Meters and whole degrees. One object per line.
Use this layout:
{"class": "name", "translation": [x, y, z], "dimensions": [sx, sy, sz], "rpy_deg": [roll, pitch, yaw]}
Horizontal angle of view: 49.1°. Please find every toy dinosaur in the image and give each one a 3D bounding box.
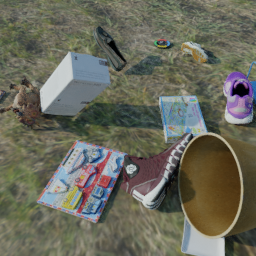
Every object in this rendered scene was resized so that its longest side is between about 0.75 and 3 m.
{"class": "toy dinosaur", "translation": [-3.570, -0.934, 10.703], "dimensions": [1.871, 1.185, 2.760], "rpy_deg": [28, 39, 16]}

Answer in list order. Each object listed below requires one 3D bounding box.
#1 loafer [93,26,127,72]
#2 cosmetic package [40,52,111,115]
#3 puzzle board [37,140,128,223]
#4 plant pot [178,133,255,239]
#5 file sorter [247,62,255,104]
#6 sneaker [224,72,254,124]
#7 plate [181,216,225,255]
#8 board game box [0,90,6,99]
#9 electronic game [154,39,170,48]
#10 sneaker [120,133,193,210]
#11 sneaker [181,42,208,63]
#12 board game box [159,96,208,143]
{"class": "loafer", "translation": [-0.736, -3.678, 12.658], "dimensions": [0.806, 0.705, 2.242], "rpy_deg": [-33, 93, -43]}
{"class": "cosmetic package", "translation": [-1.901, -1.386, 9.623], "dimensions": [1.392, 2.738, 1.014], "rpy_deg": [2, 71, -35]}
{"class": "puzzle board", "translation": [-1.351, 1.517, 8.840], "dimensions": [1.961, 0.226, 2.602], "rpy_deg": [14, 47, 14]}
{"class": "plant pot", "translation": [3.196, 1.488, 7.505], "dimensions": [2.775, 2.586, 2.586], "rpy_deg": [4, 43, -21]}
{"class": "file sorter", "translation": [6.189, -1.943, 11.486], "dimensions": [2.179, 1.337, 1.512], "rpy_deg": [-6, 45, -5]}
{"class": "sneaker", "translation": [4.390, -1.500, 11.009], "dimensions": [1.165, 1.280, 2.896], "rpy_deg": [0, 42, 18]}
{"class": "plate", "translation": [2.008, 2.934, 7.464], "dimensions": [1.082, 0.175, 1.085], "rpy_deg": [10, 46, 10]}
{"class": "board game box", "translation": [-5.545, -1.318, 11.705], "dimensions": [0.511, 0.131, 0.755], "rpy_deg": [8, 46, 7]}
{"class": "electronic game", "translation": [1.792, -4.454, 14.778], "dimensions": [0.871, 0.181, 0.871], "rpy_deg": [0, 46, 0]}
{"class": "sneaker", "translation": [0.802, 0.960, 8.791], "dimensions": [1.718, 1.126, 2.975], "rpy_deg": [22, 50, 24]}
{"class": "sneaker", "translation": [3.450, -3.860, 13.867], "dimensions": [0.751, 0.648, 1.713], "rpy_deg": [-25, 51, -23]}
{"class": "board game box", "translation": [2.040, -0.376, 10.597], "dimensions": [1.483, 0.377, 2.205], "rpy_deg": [-1, 45, -1]}
